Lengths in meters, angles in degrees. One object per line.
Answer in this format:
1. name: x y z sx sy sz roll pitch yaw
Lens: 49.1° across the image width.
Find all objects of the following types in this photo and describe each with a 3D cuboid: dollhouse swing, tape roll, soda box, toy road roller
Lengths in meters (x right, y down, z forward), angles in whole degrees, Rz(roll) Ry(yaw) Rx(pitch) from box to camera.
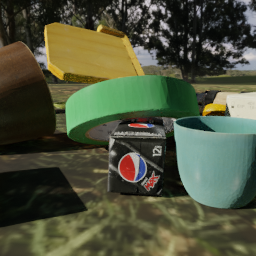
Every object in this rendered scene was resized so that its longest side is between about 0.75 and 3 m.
1. dollhouse swing: -0.897 -1.283 7.504 2.291 2.368 2.606 -7 49 -13
2. tape roll: 0.088 -0.227 5.647 2.611 0.628 2.611 -7 -14 -2
3. soda box: 0.232 0.301 4.989 0.791 0.884 2.497 4 11 6
4. toy road roller: 2.496 -0.016 6.818 1.126 1.338 1.833 12 -20 48

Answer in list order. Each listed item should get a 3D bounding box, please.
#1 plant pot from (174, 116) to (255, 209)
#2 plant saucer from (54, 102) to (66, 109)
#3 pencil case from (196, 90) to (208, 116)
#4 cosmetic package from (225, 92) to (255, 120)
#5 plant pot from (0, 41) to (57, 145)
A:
1. plant pot: 1.267 0.447 3.829 1.306 1.048 1.306 0 10 0
2. plant saucer: -2.975 -1.143 14.139 1.551 0.241 1.551 0 10 0
3. pencil case: 1.227 -0.701 9.257 2.872 1.117 1.285 4 -25 19
4. cosmetic package: 3.028 -0.057 5.678 2.611 1.373 0.928 -11 17 -39
5. plant pot: -3.339 -0.492 6.412 2.544 2.377 2.377 -24 22 -28
